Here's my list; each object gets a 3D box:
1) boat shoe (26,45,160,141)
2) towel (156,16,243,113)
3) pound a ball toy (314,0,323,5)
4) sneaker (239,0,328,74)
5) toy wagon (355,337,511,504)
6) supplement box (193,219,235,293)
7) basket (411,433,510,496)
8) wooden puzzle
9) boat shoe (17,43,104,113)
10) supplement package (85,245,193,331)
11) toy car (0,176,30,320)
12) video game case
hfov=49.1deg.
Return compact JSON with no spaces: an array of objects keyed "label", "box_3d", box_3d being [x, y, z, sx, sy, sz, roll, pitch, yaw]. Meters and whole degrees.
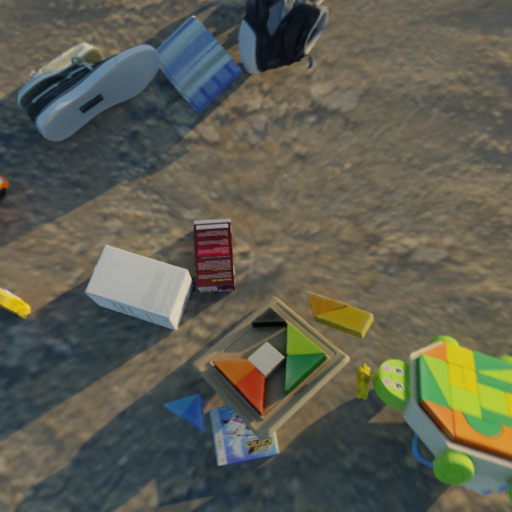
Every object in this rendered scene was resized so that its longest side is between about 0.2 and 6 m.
[{"label":"boat shoe","box_3d":[-3.094,-3.254,10.625,2.676,0.988,0.914,-40,68,-5]},{"label":"towel","box_3d":[-1.188,-3.758,10.991,1.239,0.201,1.687,-41,75,10]},{"label":"pound a ball toy","box_3d":[0.951,-5.763,11.521,1.288,0.839,1.976,39,77,12]},{"label":"sneaker","box_3d":[0.554,-4.892,10.484,1.618,1.073,2.843,7,108,17]},{"label":"toy wagon","box_3d":[2.998,2.193,8.213,3.094,0.612,2.400,19,38,0]},{"label":"supplement box","box_3d":[-0.732,0.001,9.813,0.675,0.378,1.240,-3,70,-2]},{"label":"basket","box_3d":[3.099,2.737,8.423,1.536,1.068,1.354,27,51,-1]},{"label":"wooden puzzle","box_3d":[0.189,1.607,8.770,2.121,0.368,3.145,28,63,38]},{"label":"boat shoe","box_3d":[-3.837,-3.464,10.869,0.611,0.702,1.905,36,72,30]},{"label":"supplement package","box_3d":[-1.917,0.545,9.361,1.465,0.878,0.889,17,72,6]},{"label":"toy car","box_3d":[-4.560,-0.444,9.652,1.452,0.985,2.961,-42,75,-12]},{"label":"video game case","box_3d":[-0.199,2.806,8.942,0.969,0.220,0.878,-10,72,-4]}]
